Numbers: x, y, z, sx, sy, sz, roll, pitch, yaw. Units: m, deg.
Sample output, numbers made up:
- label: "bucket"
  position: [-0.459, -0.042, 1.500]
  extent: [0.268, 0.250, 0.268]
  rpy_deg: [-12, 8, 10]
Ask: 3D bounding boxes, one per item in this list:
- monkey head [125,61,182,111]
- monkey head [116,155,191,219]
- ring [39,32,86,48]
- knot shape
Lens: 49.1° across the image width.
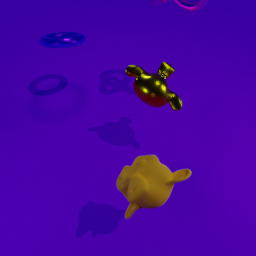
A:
- label: "monkey head"
  position: [0.718, -1.110, 6.890]
  extent: [1.619, 1.165, 0.975]
  rpy_deg: [37, 8, -4]
- label: "monkey head"
  position: [0.336, 1.049, 4.779]
  extent: [1.490, 0.898, 1.072]
  rpy_deg: [-38, 16, 14]
- label: "ring"
  position: [-2.007, -2.720, 8.618]
  extent: [1.410, 0.282, 1.410]
  rpy_deg: [-2, 27, 1]
- label: "knot shape"
  position: [1.425, -3.652, 7.143]
  extent: [1.604, 0.792, 1.714]
  rpy_deg: [35, 93, 22]
